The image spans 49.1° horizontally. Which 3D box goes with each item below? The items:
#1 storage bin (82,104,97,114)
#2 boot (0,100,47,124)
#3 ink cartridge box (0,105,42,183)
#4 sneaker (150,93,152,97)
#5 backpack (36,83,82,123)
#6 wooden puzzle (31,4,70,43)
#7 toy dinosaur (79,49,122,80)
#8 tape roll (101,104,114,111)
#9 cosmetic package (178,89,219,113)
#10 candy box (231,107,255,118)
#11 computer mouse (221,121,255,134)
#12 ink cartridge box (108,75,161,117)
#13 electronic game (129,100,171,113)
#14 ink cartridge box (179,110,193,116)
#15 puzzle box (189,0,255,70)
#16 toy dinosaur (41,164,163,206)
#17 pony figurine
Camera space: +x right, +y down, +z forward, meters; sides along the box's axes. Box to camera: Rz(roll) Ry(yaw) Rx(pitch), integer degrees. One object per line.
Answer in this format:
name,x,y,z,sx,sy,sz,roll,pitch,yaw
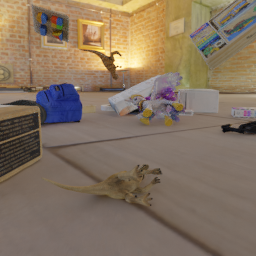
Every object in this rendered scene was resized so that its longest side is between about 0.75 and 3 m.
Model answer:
storage bin,-2.122,-0.963,13.948,0.816,0.382,0.810,-7,12,-36
boot,-3.362,-0.624,10.662,2.292,0.913,2.781,5,6,19
ink cartridge box,-3.249,0.220,4.396,2.965,1.114,2.443,2,8,7
sneaker,1.004,-1.621,16.283,2.489,0.922,1.102,-2,12,-13
backpack,-2.582,-0.937,10.247,1.542,1.294,1.253,-9,38,-25
wooden puzzle,-1.984,-2.600,7.135,0.985,0.228,0.912,19,-28,-4
toy dinosaur,-0.831,-2.767,11.465,2.109,1.120,0.637,45,5,-37
tape roll,-0.772,-1.112,15.222,1.428,0.261,1.428,-1,9,0
cosmetic package,3.563,-1.428,14.431,1.875,1.153,1.869,3,10,7
candy box,5.143,-0.692,12.292,1.044,0.374,0.876,2,9,13
computer mouse,3.445,0.020,8.298,1.363,0.314,0.957,-12,11,-28
ink cartridge box,0.591,-1.604,13.295,2.916,0.731,2.365,-23,16,-5
electronic game,1.047,-1.041,13.908,2.481,0.516,2.481,-9,9,1
ink cartridge box,2.595,-0.763,13.113,0.906,0.282,1.126,3,11,14
puzzle box,3.116,-2.938,7.404,2.934,0.373,1.952,-35,31,21
toy dinosaur,-0.136,0.756,3.608,0.880,0.507,1.741,-12,-9,42
pony figurine,1.165,-0.911,10.392,2.235,1.928,2.316,-11,26,-11
